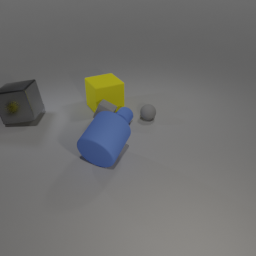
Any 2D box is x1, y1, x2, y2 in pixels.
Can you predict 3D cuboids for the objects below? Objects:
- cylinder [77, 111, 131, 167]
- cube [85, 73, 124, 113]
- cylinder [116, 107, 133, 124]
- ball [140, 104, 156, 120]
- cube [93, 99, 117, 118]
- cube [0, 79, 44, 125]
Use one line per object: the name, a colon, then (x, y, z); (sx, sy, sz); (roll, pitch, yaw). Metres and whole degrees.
cylinder: (-0.803, 0.378, 9.573); (1.400, 1.400, 1.400); (14, 50, 21)
cube: (-1.083, -1.579, 13.039); (1.400, 1.400, 1.400); (-15, 35, -23)
cylinder: (-0.217, -0.438, 11.860); (0.700, 0.700, 0.700); (12, 34, 18)
ball: (0.883, -0.699, 12.259); (0.700, 0.700, 0.700); (0, 32, 0)
cube: (-0.968, -0.684, 11.902); (0.700, 0.700, 0.700); (28, 25, -1)
cube: (-4.620, -1.124, 11.960); (1.400, 1.400, 1.400); (-7, 27, 6)
